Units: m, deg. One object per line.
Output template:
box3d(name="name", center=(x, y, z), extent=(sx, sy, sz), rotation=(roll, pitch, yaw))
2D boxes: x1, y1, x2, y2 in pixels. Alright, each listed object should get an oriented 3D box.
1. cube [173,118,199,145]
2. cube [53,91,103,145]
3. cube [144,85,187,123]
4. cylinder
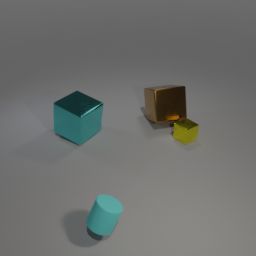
box3d(name="cube", center=(2.309, 0.125, 11.190), extent=(0.700, 0.700, 0.700), rotation=(-21, 36, -30))
box3d(name="cube", center=(-1.992, -0.432, 11.230), extent=(1.400, 1.400, 1.400), rotation=(26, 39, 20))
box3d(name="cube", center=(1.599, -1.082, 12.159), extent=(1.400, 1.400, 1.400), rotation=(-8, 13, -13))
box3d(name="cylinder", center=(-0.575, 2.112, 6.831), extent=(0.700, 0.700, 0.700), rotation=(23, 15, -7))
